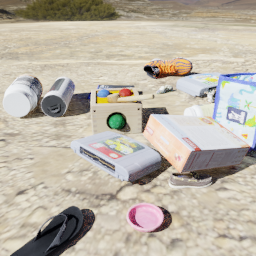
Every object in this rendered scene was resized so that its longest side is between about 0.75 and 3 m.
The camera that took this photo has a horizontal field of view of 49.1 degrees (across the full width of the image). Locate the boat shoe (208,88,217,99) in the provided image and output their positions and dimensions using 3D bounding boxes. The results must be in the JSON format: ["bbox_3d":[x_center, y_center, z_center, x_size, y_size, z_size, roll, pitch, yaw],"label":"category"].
[{"bbox_3d":[4.879,-1.693,12.428,2.566,0.851,0.959,6,35,7],"label":"boat shoe"}]

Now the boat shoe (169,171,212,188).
[{"bbox_3d":[1.603,1.280,7.088,1.132,0.337,0.407,-2,25,-4],"label":"boat shoe"}]

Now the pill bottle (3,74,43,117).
[{"bbox_3d":[-4.248,-1.331,11.387,1.253,1.253,2.154,-2,27,-5],"label":"pill bottle"}]

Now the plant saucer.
[{"bbox_3d":[0.363,1.923,5.943,0.783,0.199,0.783,-1,26,0],"label":"plant saucer"}]

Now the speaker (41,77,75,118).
[{"bbox_3d":[-2.859,-1.338,11.712,0.988,0.988,2.434,0,27,-1],"label":"speaker"}]

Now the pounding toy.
[{"bbox_3d":[-0.272,-0.749,9.829,2.026,1.564,2.200,-3,26,-5],"label":"pounding toy"}]

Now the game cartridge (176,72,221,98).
[{"bbox_3d":[4.031,-2.232,14.048,2.974,0.602,1.983,-14,26,-26],"label":"game cartridge"}]

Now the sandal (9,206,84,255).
[{"bbox_3d":[-1.491,2.090,5.380,0.693,0.390,1.822,14,30,27],"label":"sandal"}]

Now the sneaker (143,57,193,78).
[{"bbox_3d":[2.127,-3.270,15.784,2.804,1.088,1.571,6,29,35],"label":"sneaker"}]

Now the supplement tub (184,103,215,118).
[{"bbox_3d":[2.688,-0.381,9.821,1.249,0.906,0.906,-6,27,-12],"label":"supplement tub"}]

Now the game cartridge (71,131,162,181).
[{"bbox_3d":[-0.307,0.697,7.998,2.382,0.487,1.585,23,23,39],"label":"game cartridge"}]

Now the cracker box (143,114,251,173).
[{"bbox_3d":[1.858,0.340,7.555,2.449,0.707,1.641,1,32,-36],"label":"cracker box"}]

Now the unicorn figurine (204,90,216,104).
[{"bbox_3d":[3.557,-1.373,12.115,0.573,0.835,0.308,14,-6,-40],"label":"unicorn figurine"}]

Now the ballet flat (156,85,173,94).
[{"bbox_3d":[1.772,-1.893,13.559,0.987,0.355,0.355,-16,30,-29],"label":"ballet flat"}]

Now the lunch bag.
[{"bbox_3d":[3.971,-0.505,8.605,2.603,2.214,1.659,7,26,12],"label":"lunch bag"}]

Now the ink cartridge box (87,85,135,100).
[{"bbox_3d":[-0.779,-1.664,13.014,2.185,0.428,1.086,-1,27,1],"label":"ink cartridge box"}]
